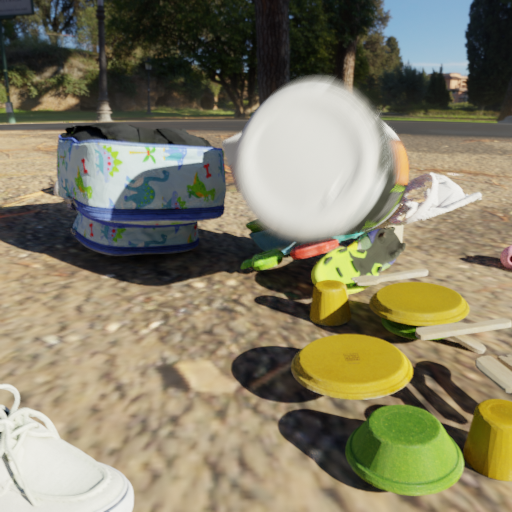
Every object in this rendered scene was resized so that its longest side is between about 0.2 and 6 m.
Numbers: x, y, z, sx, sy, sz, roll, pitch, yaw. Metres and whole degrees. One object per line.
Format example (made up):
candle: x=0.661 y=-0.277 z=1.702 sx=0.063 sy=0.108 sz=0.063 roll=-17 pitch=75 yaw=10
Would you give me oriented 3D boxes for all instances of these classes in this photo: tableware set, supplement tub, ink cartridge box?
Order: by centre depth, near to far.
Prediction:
tableware set: x=1.453 y=1.022 z=5.628 sx=2.394 sy=0.545 sz=3.554 roll=-7 pitch=19 yaw=-11
supplement tub: x=1.023 y=-1.111 z=7.308 sx=1.722 sy=1.722 sz=2.810 roll=7 pitch=5 yaw=22
ink cartridge box: x=0.094 y=-1.543 z=8.553 sx=0.464 sy=0.822 sz=1.120 roll=-1 pitch=24 yaw=41

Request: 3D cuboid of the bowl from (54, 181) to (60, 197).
bowl: x=-4.451 y=-1.959 z=15.110 sx=1.645 sy=0.615 sz=1.648 roll=10 pitch=21 yaw=30

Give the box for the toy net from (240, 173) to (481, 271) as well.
toy net: x=1.577 y=-0.662 z=8.835 sx=3.756 sy=0.725 sz=1.970 roll=-16 pitch=6 yaw=14

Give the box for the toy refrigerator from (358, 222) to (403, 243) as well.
toy refrigerator: x=2.226 y=-0.549 z=10.485 sx=0.548 sy=0.595 sz=1.568 roll=-1 pitch=18 yaw=-4

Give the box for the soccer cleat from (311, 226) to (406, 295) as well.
soccer cleat: x=1.438 y=0.165 z=8.325 sx=2.132 sy=0.689 sz=0.892 roll=-26 pitch=-7 yaw=-45

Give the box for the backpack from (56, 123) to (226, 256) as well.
backpack: x=-1.913 y=-1.149 z=9.633 sx=2.712 sy=2.178 sz=2.964 roll=-4 pitch=12 yaw=-25

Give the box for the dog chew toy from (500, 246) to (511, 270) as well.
dog chew toy: x=4.170 y=0.003 z=9.104 sx=0.385 sy=0.385 sz=0.619 roll=6 pitch=12 yaw=19

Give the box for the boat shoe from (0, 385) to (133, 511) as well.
boat shoe: x=-1.771 y=1.334 z=3.895 sx=1.953 sy=0.832 sz=0.721 roll=6 pitch=18 yaw=20
